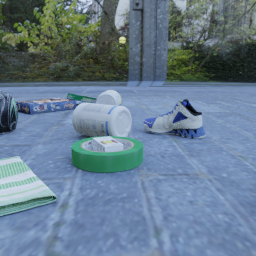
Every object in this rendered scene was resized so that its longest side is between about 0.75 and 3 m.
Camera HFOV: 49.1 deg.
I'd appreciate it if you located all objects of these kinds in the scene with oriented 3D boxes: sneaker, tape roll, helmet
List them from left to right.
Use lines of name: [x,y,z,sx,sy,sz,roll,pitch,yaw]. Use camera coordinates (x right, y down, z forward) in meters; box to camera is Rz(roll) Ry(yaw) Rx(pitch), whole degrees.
helmet: [-4.693,-0.592,10.034,1.544,1.472,1.544,0,12,0]
tape roll: [-0.502,0.606,6.960,1.768,0.425,1.768,1,12,0]
sneaker: [1.654,-0.400,9.708,2.152,1.243,0.869,7,13,29]

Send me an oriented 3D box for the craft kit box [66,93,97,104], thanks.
craft kit box: [-2.916,-1.829,17.361,1.742,0.423,1.721,9,1,-15]

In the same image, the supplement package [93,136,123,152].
supplement package: [-0.509,0.559,7.008,0.507,0.488,0.891,-6,14,-25]

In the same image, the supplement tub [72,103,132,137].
supplement tub: [-0.847,-0.222,9.152,1.704,1.124,1.124,10,15,34]

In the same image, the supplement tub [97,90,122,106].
supplement tub: [-0.959,-1.320,14.255,1.138,1.138,1.570,1,12,6]

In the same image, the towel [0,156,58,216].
towel: [-2.590,1.052,5.235,1.781,0.273,2.335,-7,14,-33]

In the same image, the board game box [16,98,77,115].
board game box: [-4.552,-1.246,15.445,1.929,0.493,2.848,11,17,41]
